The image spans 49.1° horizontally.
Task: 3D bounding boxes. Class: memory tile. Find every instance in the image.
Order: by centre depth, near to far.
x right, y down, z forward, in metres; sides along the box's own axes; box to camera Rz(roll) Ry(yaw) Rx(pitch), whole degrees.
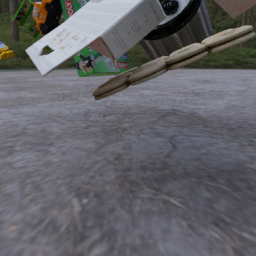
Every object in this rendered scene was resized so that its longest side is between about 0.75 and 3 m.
[{"bbox_3d":[0.674,-1.117,4.692,2.494,0.209,1.912,-20,13,17],"label":"memory tile"}]

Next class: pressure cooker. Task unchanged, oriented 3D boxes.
[{"bbox_3d":[1.177,-3.237,8.121,2.282,2.247,2.554,8,-15,31],"label":"pressure cooker"}]

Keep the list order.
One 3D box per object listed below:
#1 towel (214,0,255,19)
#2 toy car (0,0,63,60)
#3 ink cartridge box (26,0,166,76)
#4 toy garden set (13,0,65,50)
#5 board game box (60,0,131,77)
[{"bbox_3d":[2.704,-3.553,6.344,1.738,0.293,1.820,24,-36,-35],"label":"towel"},{"bbox_3d":[-3.012,-3.166,8.267,0.859,1.267,2.582,39,53,9],"label":"toy car"},{"bbox_3d":[-0.686,-1.505,4.604,1.874,0.475,2.127,-40,34,-4],"label":"ink cartridge box"},{"bbox_3d":[-2.768,-3.765,9.898,2.240,1.867,0.447,39,27,-13],"label":"toy garden set"},{"bbox_3d":[-0.693,-2.353,7.334,0.421,1.947,2.893,-9,8,19],"label":"board game box"}]
